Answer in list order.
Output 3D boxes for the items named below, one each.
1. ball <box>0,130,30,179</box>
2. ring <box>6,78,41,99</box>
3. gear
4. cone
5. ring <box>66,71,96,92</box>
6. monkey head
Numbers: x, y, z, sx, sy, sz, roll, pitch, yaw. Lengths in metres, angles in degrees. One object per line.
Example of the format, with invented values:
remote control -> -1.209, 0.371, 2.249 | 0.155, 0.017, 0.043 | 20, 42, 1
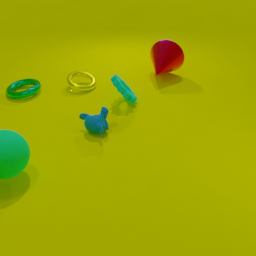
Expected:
ball -> -2.989, 0.631, 6.766 | 1.185, 1.185, 1.185 | 0, 35, 0
ring -> -4.017, -1.530, 10.783 | 1.337, 0.267, 1.337 | -5, 36, 3
gear -> -0.138, -1.391, 9.998 | 0.220, 1.192, 1.192 | -40, 35, 14
cone -> 1.388, -2.553, 11.441 | 1.506, 1.506, 1.512 | 13, 48, 18
ring -> -1.852, -1.877, 11.166 | 1.192, 0.238, 1.192 | 9, 44, -9
monkey head -> -0.953, -0.238, 8.581 | 0.698, 0.833, 1.158 | -9, 36, -47
